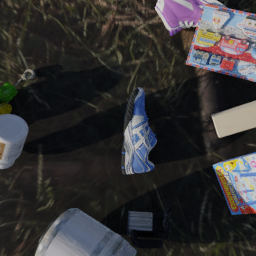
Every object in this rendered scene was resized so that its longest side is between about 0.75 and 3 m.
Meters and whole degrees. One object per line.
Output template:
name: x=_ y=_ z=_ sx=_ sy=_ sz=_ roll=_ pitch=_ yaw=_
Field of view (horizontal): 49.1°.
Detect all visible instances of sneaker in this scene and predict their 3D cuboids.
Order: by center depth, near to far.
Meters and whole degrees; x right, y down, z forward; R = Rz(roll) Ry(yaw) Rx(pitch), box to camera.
sneaker: x=0.309 y=0.091 z=7.409 sx=0.882 sy=0.867 sz=2.290 roll=3 pitch=98 yaw=0
sneaker: x=1.938 y=-3.087 z=8.084 sx=2.466 sy=0.894 sz=1.406 roll=33 pitch=102 yaw=0

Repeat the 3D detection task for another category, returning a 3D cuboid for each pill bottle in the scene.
pill bottle: x=-3.060 y=0.392 z=7.029 sx=0.823 sy=1.440 sz=0.823 roll=18 pitch=45 yaw=-19

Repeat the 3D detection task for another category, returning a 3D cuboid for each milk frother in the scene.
milk frother: x=0.525 y=2.266 z=6.896 sx=1.053 sy=1.010 sz=1.119 roll=3 pitch=102 yaw=1

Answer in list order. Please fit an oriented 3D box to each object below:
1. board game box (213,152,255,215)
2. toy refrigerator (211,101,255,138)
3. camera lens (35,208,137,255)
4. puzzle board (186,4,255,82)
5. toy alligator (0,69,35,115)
board game box: x=2.830 y=1.329 z=6.638 sx=0.371 sy=1.299 sz=1.326 roll=-13 pitch=79 yaw=-34
toy refrigerator: x=3.074 y=-0.290 z=7.429 sx=1.550 sy=0.542 sz=0.588 roll=-19 pitch=97 yaw=13
camera lens: x=-0.981 y=2.910 z=6.382 sx=1.946 sy=1.556 sz=1.556 roll=28 pitch=82 yaw=15
puzzle board: x=2.888 y=-2.286 z=7.609 sx=2.203 sy=0.192 sz=1.660 roll=16 pitch=108 yaw=8
toy alligator: x=-3.563 y=-0.789 z=7.605 sx=0.753 sy=0.689 sz=2.538 roll=35 pitch=80 yaw=20
